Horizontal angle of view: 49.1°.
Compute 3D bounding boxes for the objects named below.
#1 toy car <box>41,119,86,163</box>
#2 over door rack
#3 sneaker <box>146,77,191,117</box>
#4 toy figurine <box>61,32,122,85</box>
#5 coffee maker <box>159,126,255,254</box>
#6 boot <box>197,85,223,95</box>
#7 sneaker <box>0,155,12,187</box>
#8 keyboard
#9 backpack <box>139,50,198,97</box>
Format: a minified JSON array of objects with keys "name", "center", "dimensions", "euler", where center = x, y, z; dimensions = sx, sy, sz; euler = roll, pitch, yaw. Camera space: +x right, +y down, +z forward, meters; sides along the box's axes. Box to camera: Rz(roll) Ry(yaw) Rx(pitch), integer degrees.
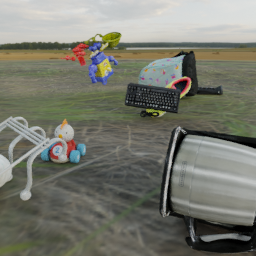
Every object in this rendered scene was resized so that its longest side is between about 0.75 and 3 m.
[{"name":"toy car","center":[-1.465,0.254,6.325],"dimensions":[0.831,0.901,0.797],"euler":[3,17,10]},{"name":"over door rack","center":[-2.622,0.771,4.987],"dimensions":[2.628,0.875,1.942],"euler":[-30,32,-33]},{"name":"sneaker","center":[1.418,-1.151,9.755],"dimensions":[1.976,0.772,0.892],"euler":[-42,-2,-7]},{"name":"toy figurine","center":[-1.186,-2.627,11.399],"dimensions":[1.496,1.700,2.837],"euler":[3,37,29]},{"name":"coffee maker","center":[1.803,0.701,3.838],"dimensions":[2.241,1.509,2.152],"euler":[8,18,23]},{"name":"boot","center":[4.258,-1.982,14.634],"dimensions":[1.278,0.419,1.053],"euler":[0,15,16]},{"name":"sneaker","center":[-3.227,0.705,4.459],"dimensions":[2.421,0.851,0.970],"euler":[-5,-8,-12]},{"name":"keyboard","center":[0.785,-0.858,9.333],"dimensions":[1.818,1.092,0.233],"euler":[10,6,16]},{"name":"backpack","center":[1.853,-2.421,13.283],"dimensions":[2.644,2.207,1.674],"euler":[0,19,25]}]
